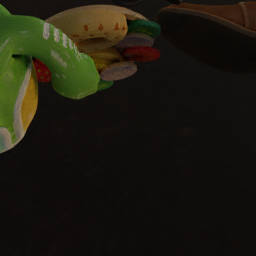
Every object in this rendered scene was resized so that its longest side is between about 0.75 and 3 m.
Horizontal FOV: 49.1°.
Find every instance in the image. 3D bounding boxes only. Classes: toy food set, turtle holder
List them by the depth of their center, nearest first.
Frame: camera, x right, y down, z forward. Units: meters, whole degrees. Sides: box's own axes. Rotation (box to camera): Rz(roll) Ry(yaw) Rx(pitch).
[{"bbox_3d":[-1.419,-0.450,2.547,1.938,1.376,1.472,-37,59,-14],"label":"turtle holder"},{"bbox_3d":[-0.509,-1.120,4.239,2.070,2.091,0.509,-4,77,-46],"label":"toy food set"}]

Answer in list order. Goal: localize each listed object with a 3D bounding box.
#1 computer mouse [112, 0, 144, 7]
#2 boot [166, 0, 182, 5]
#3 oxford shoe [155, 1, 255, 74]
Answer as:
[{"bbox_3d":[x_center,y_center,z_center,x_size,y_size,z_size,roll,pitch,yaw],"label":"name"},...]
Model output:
[{"bbox_3d":[0.544,-3.946,7.054,2.539,0.669,1.758,-36,101,-2],"label":"computer mouse"},{"bbox_3d":[0.513,-2.236,3.804,0.969,0.355,0.730,38,96,9],"label":"boot"},{"bbox_3d":[1.718,-1.355,3.900,2.728,0.973,0.972,20,74,20],"label":"oxford shoe"}]
